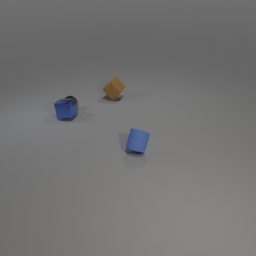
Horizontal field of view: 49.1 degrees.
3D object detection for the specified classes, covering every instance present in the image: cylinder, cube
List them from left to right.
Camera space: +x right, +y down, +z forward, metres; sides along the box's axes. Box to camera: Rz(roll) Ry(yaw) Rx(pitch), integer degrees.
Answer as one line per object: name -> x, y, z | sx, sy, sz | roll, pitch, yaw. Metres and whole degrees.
cube -> -2.665, -0.855, 12.070 | 0.700, 0.700, 0.700 | -3, 20, 14
cube -> -0.685, -1.951, 13.703 | 0.700, 0.700, 0.700 | -32, 18, 37
cylinder -> 0.344, 0.420, 9.707 | 0.700, 0.700, 0.700 | 16, 3, -1

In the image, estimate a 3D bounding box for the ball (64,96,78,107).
ball -> -2.630, -1.121, 12.771 | 0.700, 0.700, 0.700 | 0, 29, 0
